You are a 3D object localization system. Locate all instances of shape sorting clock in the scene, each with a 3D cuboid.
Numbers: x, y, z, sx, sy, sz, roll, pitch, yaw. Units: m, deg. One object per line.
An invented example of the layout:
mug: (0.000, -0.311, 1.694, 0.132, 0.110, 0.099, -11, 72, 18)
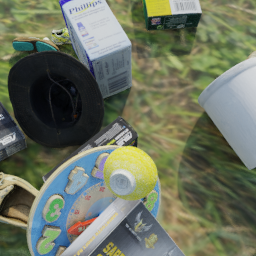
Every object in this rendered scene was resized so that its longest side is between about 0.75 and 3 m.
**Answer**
shape sorting clock: (-0.496, 1.799, 5.668, 2.964, 2.964, 0.581, -39, 33, -15)

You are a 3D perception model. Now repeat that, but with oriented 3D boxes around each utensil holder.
utensil holder: (3.062, -0.305, 6.874, 1.815, 1.815, 2.136, -26, 73, -10)

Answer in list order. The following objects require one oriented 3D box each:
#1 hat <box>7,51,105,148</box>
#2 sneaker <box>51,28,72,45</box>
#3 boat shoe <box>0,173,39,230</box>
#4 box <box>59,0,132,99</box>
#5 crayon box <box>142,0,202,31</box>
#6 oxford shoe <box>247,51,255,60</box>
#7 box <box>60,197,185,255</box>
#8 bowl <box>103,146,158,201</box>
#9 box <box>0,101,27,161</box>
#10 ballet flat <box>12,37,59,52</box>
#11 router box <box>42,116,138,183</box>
hat: (-1.701, -0.800, 7.292, 2.743, 2.743, 1.106, 23, 29, 9)
sneaker: (-1.791, -2.843, 8.626, 1.145, 0.438, 0.432, -11, 67, -5)
boat shoe: (-2.537, 1.707, 6.484, 2.878, 0.902, 1.055, 17, 70, 9)
box: (-0.805, -2.199, 7.560, 1.094, 1.917, 2.084, -24, 69, -9)
crayon box: (1.297, -4.480, 9.164, 1.691, 0.677, 2.663, -4, 68, -2)
oxford shoe: (3.661, -1.750, 8.130, 0.495, 0.516, 1.399, 21, 69, 8)
box: (0.029, 2.658, 5.491, 1.866, 2.356, 0.569, -42, 30, -15)
bowl: (-0.026, 0.700, 3.920, 0.809, 0.435, 0.809, 5, 104, 18)
box: (-4.303, 0.206, 6.919, 2.723, 0.669, 2.195, -30, 72, -28)
ballet flat: (-2.735, -2.540, 8.536, 1.518, 0.515, 0.549, 8, 49, 8)
router box: (-0.740, 0.876, 6.459, 2.130, 1.596, 0.662, -40, 73, -15)
